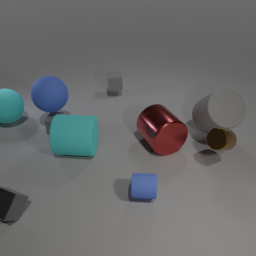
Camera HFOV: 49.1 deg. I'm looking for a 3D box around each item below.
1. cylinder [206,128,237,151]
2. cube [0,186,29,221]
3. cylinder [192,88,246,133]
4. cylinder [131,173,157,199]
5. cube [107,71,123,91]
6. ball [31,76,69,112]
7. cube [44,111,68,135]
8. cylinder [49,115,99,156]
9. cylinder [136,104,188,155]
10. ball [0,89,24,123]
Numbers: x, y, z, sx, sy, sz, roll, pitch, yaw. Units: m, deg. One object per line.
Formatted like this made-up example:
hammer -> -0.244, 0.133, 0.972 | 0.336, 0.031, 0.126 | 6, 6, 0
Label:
cylinder -> 2.919, 0.356, 8.749 | 0.700, 0.700, 0.700 | 5, 21, -46
cube -> -3.225, 2.000, 7.422 | 0.700, 0.700, 0.700 | 17, 75, 14
cylinder -> 3.238, -0.574, 10.130 | 1.400, 1.400, 1.400 | -7, -7, -11
cylinder -> 0.464, 1.636, 7.907 | 0.700, 0.700, 0.700 | 1, 32, 7
cube -> -0.636, -2.310, 13.752 | 0.700, 0.700, 0.700 | -6, 34, -1
ball -> -3.008, -1.300, 10.793 | 1.400, 1.400, 1.400 | 0, 32, 0
cube -> -2.798, -0.173, 11.084 | 0.700, 0.700, 0.700 | 7, 38, 7
cylinder -> -1.840, 0.253, 9.800 | 1.400, 1.400, 1.400 | 2, 32, 4
cylinder -> 1.210, 0.046, 10.152 | 1.400, 1.400, 1.400 | -13, 35, -20
ball -> -4.988, -0.895, 11.444 | 1.400, 1.400, 1.400 | 0, 32, 0
